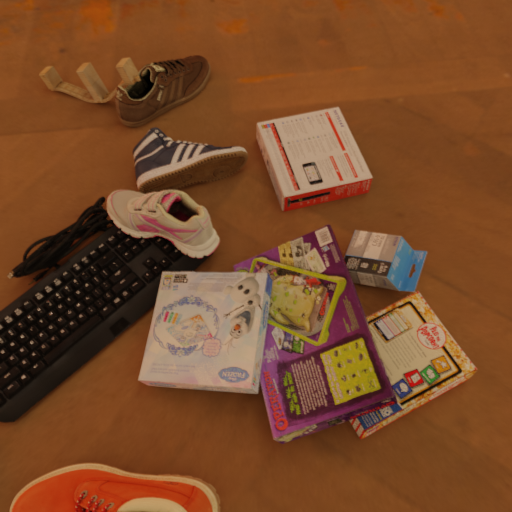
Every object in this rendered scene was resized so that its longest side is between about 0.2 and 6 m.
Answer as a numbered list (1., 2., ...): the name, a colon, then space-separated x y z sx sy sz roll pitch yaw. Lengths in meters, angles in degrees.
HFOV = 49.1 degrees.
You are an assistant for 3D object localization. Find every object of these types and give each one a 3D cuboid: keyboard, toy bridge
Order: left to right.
1. keyboard: -3.458 0.441 10.711 2.700 1.028 5.188 39 65 21
2. toy bridge: -3.884 -4.138 13.411 2.817 0.947 0.383 6 53 28

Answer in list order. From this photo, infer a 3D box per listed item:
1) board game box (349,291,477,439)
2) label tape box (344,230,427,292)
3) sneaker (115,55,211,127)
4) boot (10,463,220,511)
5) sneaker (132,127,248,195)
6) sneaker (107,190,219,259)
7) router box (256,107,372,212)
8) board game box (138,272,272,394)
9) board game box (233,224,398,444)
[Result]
1. board game box: 2.416 1.902 10.051 2.343 0.543 1.775 -24 61 -13
2. label tape box: 2.491 0.088 10.976 1.435 0.474 1.028 8 56 30
3. sneaker: -2.175 -4.197 13.475 0.992 1.064 2.817 36 66 20
4. boot: -2.262 3.753 8.123 3.231 1.732 1.212 -4 78 6
5. sneaker: -1.530 -2.275 12.422 2.504 0.878 1.359 -18 62 -7
6. sneaker: -1.812 -0.883 10.851 2.395 1.057 0.974 18 49 11
7. router box: 1.247 -2.205 12.561 2.008 0.547 2.238 -12 59 -7
8. board game box: -0.878 1.326 10.059 2.117 0.459 2.107 0 63 18
9. board game box: 0.902 1.268 9.938 2.103 0.566 3.503 -21 55 9
